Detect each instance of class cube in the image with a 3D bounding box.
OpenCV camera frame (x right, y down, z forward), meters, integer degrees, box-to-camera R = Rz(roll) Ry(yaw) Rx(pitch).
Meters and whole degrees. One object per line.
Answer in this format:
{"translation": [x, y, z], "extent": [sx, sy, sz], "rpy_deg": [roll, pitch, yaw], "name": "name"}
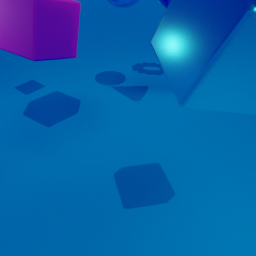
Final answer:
{"translation": [-2.043, -2.362, 6.466], "extent": [1.297, 1.297, 1.297], "rpy_deg": [23, 27, 28], "name": "cube"}
{"translation": [0.980, -0.851, 2.704], "extent": [1.012, 1.012, 1.012], "rpy_deg": [4, 49, -25], "name": "cube"}

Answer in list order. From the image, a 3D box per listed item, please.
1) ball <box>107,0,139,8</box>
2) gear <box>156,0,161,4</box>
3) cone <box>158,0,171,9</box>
{"translation": [-0.142, -4.025, 7.808], "extent": [1.255, 1.255, 1.255], "rpy_deg": [0, 35, 0], "name": "ball"}
{"translation": [1.584, -4.515, 8.700], "extent": [1.653, 1.653, 0.306], "rpy_deg": [1, 19, 1], "name": "gear"}
{"translation": [0.569, -3.596, 6.568], "extent": [1.296, 1.291, 1.291], "rpy_deg": [22, 39, 12], "name": "cone"}
